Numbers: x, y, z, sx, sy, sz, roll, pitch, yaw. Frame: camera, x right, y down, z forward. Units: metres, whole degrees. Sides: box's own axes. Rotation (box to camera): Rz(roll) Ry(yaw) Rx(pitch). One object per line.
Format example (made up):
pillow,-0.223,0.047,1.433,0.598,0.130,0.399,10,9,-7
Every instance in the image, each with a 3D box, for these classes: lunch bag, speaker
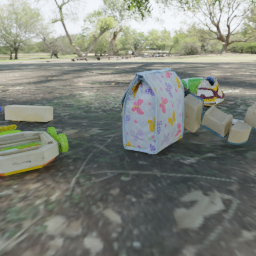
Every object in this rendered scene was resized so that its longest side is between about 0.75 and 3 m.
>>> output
lunch bag,0.658,-0.513,7.173,1.221,1.921,1.629,11,20,32
speaker,3.571,-2.371,15.536,1.836,0.812,0.812,-12,20,-33

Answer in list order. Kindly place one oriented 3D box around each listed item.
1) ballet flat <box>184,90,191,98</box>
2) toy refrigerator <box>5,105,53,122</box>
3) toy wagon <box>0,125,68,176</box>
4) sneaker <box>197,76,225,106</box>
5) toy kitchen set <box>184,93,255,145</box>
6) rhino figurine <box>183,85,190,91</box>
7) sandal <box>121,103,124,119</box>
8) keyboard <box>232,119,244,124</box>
ballet flat,1.826,-1.294,12.632,2.150,0.611,0.715,-1,50,8
toy refrigerator,-3.400,-0.490,9.646,1.499,0.525,0.569,4,10,9
toy wagon,-2.605,0.396,6.472,1.977,0.504,2.548,-10,15,-28
sneaker,3.836,-1.763,12.723,0.996,1.198,2.659,8,18,25
toy kitchen set,2.749,-0.400,7.971,1.535,1.129,1.916,-40,56,-22
rhino figurine,2.567,-1.814,13.939,0.939,0.642,2.148,-1,18,-4
sandal,-0.084,-0.489,9.364,0.300,0.819,0.269,-6,-19,-8
keyboard,4.001,-0.114,9.133,0.513,0.097,1.822,-9,18,-44
